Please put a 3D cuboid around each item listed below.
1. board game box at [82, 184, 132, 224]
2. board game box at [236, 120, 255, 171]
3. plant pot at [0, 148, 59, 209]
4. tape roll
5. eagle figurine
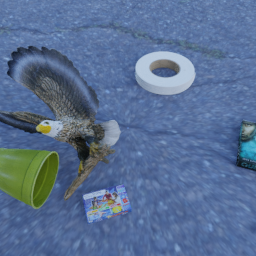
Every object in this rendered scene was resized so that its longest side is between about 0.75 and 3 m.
[{"bbox_3d":[-0.458,1.593,5.947,0.941,0.162,0.637,-12,49,-11],"label":"board game box"},{"bbox_3d":[3.755,0.576,6.761,2.069,0.291,1.400,14,50,13],"label":"board game box"},{"bbox_3d":[-2.067,0.853,5.414,1.075,1.117,1.117,15,49,6],"label":"plant pot"},{"bbox_3d":[1.159,-1.768,8.850,1.873,0.342,1.873,0,48,0],"label":"tape roll"},{"bbox_3d":[-1.519,-0.183,6.025,2.046,2.035,2.696,-41,76,-18],"label":"eagle figurine"}]
